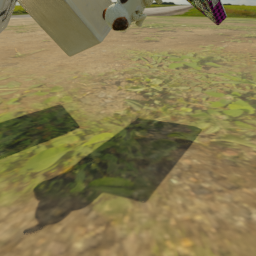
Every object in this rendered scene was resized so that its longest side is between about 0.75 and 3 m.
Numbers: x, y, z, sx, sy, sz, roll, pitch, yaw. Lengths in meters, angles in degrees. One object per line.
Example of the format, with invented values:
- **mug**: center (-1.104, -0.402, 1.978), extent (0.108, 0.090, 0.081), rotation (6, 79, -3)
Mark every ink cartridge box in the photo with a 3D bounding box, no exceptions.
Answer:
- **ink cartridge box**: center (-3.558, -3.421, 6.769), extent (1.550, 2.123, 0.895), rotation (36, 49, -18)

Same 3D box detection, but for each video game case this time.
- **video game case**: center (1.771, -4.255, 8.132), extent (2.188, 0.432, 2.413), rotation (53, 17, 26)

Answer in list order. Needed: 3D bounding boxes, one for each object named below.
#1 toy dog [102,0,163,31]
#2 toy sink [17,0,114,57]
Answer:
- **toy dog**: center (0.023, -2.798, 6.456), extent (0.885, 1.268, 1.230), rotation (41, 7, 18)
- **toy sink**: center (-1.871, -3.861, 8.448), extent (1.818, 2.789, 1.563), rotation (-5, 48, 48)
